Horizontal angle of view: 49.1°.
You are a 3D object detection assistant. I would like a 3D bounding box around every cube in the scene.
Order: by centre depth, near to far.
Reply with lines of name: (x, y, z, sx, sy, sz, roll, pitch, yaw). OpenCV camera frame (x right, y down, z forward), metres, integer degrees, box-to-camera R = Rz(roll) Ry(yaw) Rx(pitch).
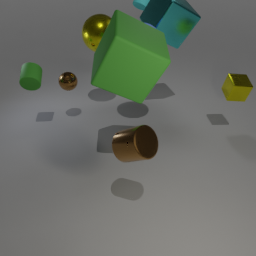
cube: (0.025, -1.723, 6.878, 1.400, 1.400, 1.400, 19, 41, -20)
cube: (3.815, -1.417, 9.832, 0.700, 0.700, 0.700, 2, 48, -8)
cube: (1.512, -4.066, 10.328, 1.400, 1.400, 1.400, 13, 41, -33)

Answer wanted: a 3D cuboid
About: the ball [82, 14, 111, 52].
ball: (-1.032, -3.539, 10.522, 1.400, 1.400, 1.400, 0, 32, 0)

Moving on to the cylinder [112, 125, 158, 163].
cylinder: (0.146, 0.334, 5.773, 0.700, 0.700, 0.700, -15, 14, 46)

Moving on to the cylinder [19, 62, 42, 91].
cylinder: (-3.333, -1.769, 9.638, 0.700, 0.700, 0.700, -3, 57, -5)

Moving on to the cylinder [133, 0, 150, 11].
cylinder: (0.650, -5.769, 12.560, 0.700, 0.700, 0.700, 22, 2, -1)

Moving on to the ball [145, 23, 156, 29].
ball: (0.430, -2.719, 9.194, 1.400, 1.400, 1.400, 0, 32, 0)

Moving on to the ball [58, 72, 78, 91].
ball: (-2.221, -1.732, 10.391, 0.700, 0.700, 0.700, 0, 32, 0)
